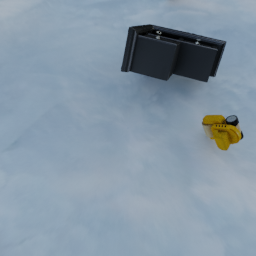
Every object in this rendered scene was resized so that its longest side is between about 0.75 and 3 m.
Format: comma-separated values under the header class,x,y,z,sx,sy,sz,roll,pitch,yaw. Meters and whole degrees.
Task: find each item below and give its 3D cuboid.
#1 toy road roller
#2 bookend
class,x,y,z,sx,sy,sz,roll,pitch,yaw
toy road roller,2.179,0.125,6.670,1.003,0.616,0.732,5,44,47
bookend,1.272,-1.884,7.230,2.270,1.052,2.285,17,25,11
